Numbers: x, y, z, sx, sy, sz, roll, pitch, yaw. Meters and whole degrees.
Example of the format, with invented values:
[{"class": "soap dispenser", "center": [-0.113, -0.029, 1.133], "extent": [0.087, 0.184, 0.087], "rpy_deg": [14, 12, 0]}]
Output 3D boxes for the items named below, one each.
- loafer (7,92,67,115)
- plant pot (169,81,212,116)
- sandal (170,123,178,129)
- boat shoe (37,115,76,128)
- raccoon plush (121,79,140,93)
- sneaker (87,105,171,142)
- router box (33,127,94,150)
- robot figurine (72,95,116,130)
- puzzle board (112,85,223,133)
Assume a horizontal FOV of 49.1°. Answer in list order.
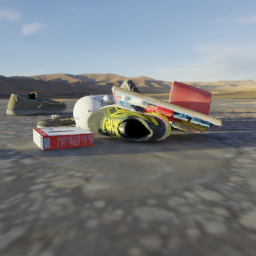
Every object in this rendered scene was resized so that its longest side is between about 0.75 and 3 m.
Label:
[{"class": "loafer", "center": [-4.131, -1.162, 13.055], "extent": [1.120, 1.037, 2.978], "rpy_deg": [6, 9, 38]}, {"class": "plant pot", "center": [1.963, -0.730, 8.996], "extent": [1.257, 1.421, 1.421], "rpy_deg": [11, 9, 10]}, {"class": "sandal", "center": [1.245, -0.191, 7.435], "extent": [1.384, 0.296, 0.526], "rpy_deg": [1, 32, -1]}, {"class": "boat shoe", "center": [-1.831, -0.264, 8.250], "extent": [1.647, 0.469, 0.551], "rpy_deg": [-3, 8, -25]}, {"class": "raccoon plush", "center": [0.687, -1.057, 10.369], "extent": [2.246, 1.505, 1.086], "rpy_deg": [-1, 7, -10]}, {"class": "sneaker", "center": [-0.118, -0.105, 5.967], "extent": [1.970, 0.733, 0.833], "rpy_deg": [4, 8, 26]}, {"class": "router box", "center": [-1.303, 0.184, 5.545], "extent": [0.957, 0.261, 1.066], "rpy_deg": [-4, 8, -27]}, {"class": "robot figurine", "center": [-0.854, -0.432, 7.692], "extent": [1.370, 0.912, 1.615], "rpy_deg": [-43, -12, 25]}, {"class": "puzzle board", "center": [0.755, -0.311, 6.266], "extent": [2.251, 0.196, 1.697], "rpy_deg": [19, -7, 3]}]
